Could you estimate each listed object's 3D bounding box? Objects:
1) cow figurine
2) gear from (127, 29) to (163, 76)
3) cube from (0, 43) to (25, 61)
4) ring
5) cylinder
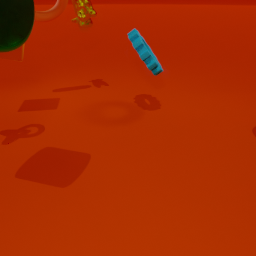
[{"bbox_3d":[-1.604,-4.126,9.779,0.766,1.396,1.374,-26,35,-13],"label":"cow figurine"},{"bbox_3d":[0.545,-2.314,8.604,0.281,1.519,1.519,-33,21,16],"label":"gear"},{"bbox_3d":[-3.421,-2.634,7.755,1.040,1.040,1.040,4,51,-20],"label":"cube"},{"bbox_3d":[-2.651,-4.000,8.624,1.635,1.635,0.327,-12,59,-22],"label":"ring"},{"bbox_3d":[-2.049,-1.527,3.396,1.274,1.274,1.274,2,25,24],"label":"cylinder"}]
